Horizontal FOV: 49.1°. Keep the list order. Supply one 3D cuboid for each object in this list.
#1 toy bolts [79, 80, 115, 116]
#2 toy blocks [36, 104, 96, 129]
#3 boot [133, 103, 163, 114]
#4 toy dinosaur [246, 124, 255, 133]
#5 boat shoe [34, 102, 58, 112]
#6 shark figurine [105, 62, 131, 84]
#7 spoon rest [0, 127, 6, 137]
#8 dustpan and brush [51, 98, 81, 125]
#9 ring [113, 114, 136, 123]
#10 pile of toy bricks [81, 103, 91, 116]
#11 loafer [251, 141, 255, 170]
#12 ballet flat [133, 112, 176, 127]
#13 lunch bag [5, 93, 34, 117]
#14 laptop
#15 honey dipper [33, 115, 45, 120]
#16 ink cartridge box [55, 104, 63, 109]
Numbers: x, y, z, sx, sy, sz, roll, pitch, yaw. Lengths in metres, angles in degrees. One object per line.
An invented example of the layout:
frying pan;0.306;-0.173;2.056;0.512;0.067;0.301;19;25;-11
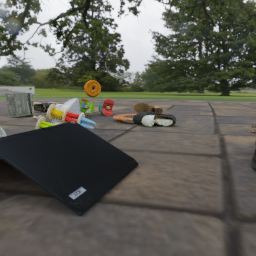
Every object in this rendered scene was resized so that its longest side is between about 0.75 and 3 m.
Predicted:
toy bolts;-1.912;-1.572;16.327;2.178;2.080;1.511;16;-3;-22
toy blocks;-1.980;-0.093;9.143;1.586;0.576;1.322;17;44;6
boot;0.935;-1.118;16.709;1.929;0.711;1.492;10;5;-25
toy dinosaur;4.754;0.029;10.145;0.592;0.375;0.873;6;-13;-39
boat shoe;-5.447;-1.320;18.418;1.910;0.699;0.619;-2;22;-12
shark figurine;-0.553;-2.510;12.749;1.236;0.739;0.516;18;47;-15
spoon rest;-4.552;0.195;8.192;0.936;0.571;1.884;7;10;41
dustpan and brush;-2.423;-0.174;9.881;0.534;1.303;1.868;19;42;21
ring;0.629;-0.458;13.711;2.730;0.262;2.730;0;9;0
pile of toy bricks;-2.703;-0.743;14.521;0.764;0.858;1.547;-39;1;28
loafer;3.198;0.284;6.046;1.023;1.000;2.802;3;9;19
ballet flat;1.155;-0.342;11.761;1.869;0.636;0.639;-1;20;-7
lunch bag;-5.894;-1.314;15.764;0.945;1.319;1.608;-2;7;27
laptop;-1.719;0.825;5.339;2.960;1.528;2.623;-24;-1;21
honey dipper;-4.489;-0.506;13.926;0.301;0.301;1.583;-5;8;-32
ink cartridge box;-4.103;-1.072;16.569;0.353;0.611;0.840;0;8;3
